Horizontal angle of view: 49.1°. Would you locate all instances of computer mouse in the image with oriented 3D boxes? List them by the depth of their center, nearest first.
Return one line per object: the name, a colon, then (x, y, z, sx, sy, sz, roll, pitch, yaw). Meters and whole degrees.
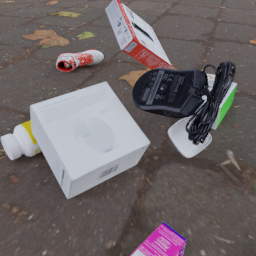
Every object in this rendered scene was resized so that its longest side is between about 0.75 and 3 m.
computer mouse: (1.268, -0.762, 7.202, 0.763, 2.003, 2.893, 27, -4, -42)

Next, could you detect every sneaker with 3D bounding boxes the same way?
sneaker: (-2.716, -3.754, 15.894, 2.707, 0.904, 1.451, -1, 38, 5)

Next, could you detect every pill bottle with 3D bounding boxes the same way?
pill bottle: (-3.349, 0.296, 10.190, 2.184, 1.215, 1.215, -27, 45, -33)

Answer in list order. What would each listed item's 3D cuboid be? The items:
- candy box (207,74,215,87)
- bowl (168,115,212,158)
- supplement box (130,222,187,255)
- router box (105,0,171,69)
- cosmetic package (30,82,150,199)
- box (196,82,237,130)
candy box: (3.348, -2.093, 12.184, 1.011, 0.308, 0.689, 6, 36, 4)
bowl: (1.523, 0.214, 7.094, 0.934, 0.349, 0.933, -34, 86, -14)
supplement box: (0.643, 3.153, 6.731, 0.781, 0.765, 1.512, 31, 47, 34)
router box: (0.348, -3.146, 9.703, 2.024, 0.551, 2.255, 20, 41, -44)
cosmetic package: (-1.299, 0.303, 9.085, 2.730, 1.684, 2.739, -23, 67, -28)
box: (3.322, -1.314, 12.358, 2.149, 1.177, 2.435, 20, 41, 25)
